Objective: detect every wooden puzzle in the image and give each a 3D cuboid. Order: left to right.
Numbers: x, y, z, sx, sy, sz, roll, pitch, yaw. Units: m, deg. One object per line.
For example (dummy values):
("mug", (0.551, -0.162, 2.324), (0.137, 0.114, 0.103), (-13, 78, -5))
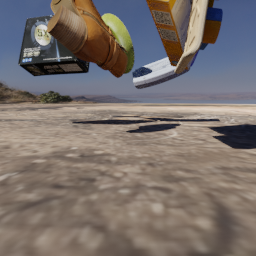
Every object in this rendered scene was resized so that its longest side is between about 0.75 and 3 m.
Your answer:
("wooden puzzle", (1.360, -2.084, 4.985), (0.488, 2.110, 1.954), (13, 4, 4))

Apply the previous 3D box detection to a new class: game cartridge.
("game cartridge", (1.219, -2.141, 10.576), (2.135, 0.432, 1.424), (-19, 27, 10))

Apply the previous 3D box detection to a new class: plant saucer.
("plant saucer", (-0.602, -3.084, 10.588), (0.358, 2.304, 2.304), (-29, 19, -25))

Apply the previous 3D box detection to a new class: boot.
("boot", (-0.854, -2.756, 7.333), (2.155, 2.775, 1.064), (29, -49, -36))

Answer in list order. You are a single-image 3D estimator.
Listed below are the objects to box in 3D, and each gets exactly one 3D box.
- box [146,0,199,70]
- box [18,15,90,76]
("box", (1.385, -2.761, 6.814), (0.609, 1.749, 2.937), (21, -11, 24))
("box", (-2.370, -2.767, 9.371), (2.162, 1.770, 0.931), (1, -15, 17))
